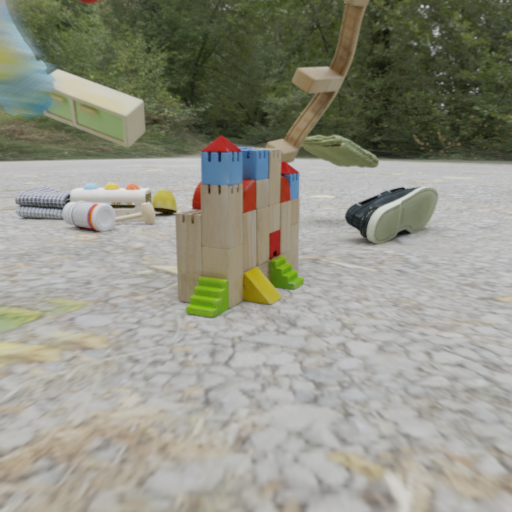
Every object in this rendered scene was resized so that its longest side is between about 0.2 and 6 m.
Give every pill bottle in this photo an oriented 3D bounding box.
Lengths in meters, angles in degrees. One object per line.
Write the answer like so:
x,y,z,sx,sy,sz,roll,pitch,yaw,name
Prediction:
-3.941,-0.942,13.148,1.206,0.660,0.660,9,15,34,pill bottle

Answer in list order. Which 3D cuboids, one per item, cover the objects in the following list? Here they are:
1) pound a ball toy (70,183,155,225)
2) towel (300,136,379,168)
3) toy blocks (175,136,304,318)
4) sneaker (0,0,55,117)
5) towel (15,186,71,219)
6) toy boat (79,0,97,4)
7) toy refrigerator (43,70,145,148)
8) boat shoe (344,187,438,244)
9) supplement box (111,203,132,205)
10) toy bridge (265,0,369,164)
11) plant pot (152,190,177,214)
-3.620,-1.378,14.445,2.265,0.962,1.477,0,12,2,pound a ball toy
2.017,-2.537,13.600,1.393,0.343,1.878,13,-2,44,towel
-0.168,-0.640,8.225,1.602,2.191,3.206,6,13,25,toy blocks
-2.913,-2.345,6.461,0.818,1.343,2.058,-34,7,-6,sneaker
-5.545,-1.473,15.380,1.429,0.738,1.725,2,12,5,towel
-1.939,-3.103,5.924,0.639,0.638,0.977,-45,8,-33,toy boat
-2.992,-2.670,10.180,1.844,0.700,0.645,23,49,11,toy refrigerator
3.014,-1.009,12.444,0.999,1.126,3.012,25,35,36,boat shoe
-3.976,-1.544,16.555,0.565,0.370,0.292,-1,13,1,supplement box
1.173,-3.223,10.301,0.476,3.498,1.176,39,37,20,toy bridge
-2.548,-1.520,15.518,0.773,0.549,0.773,5,-6,1,plant pot
